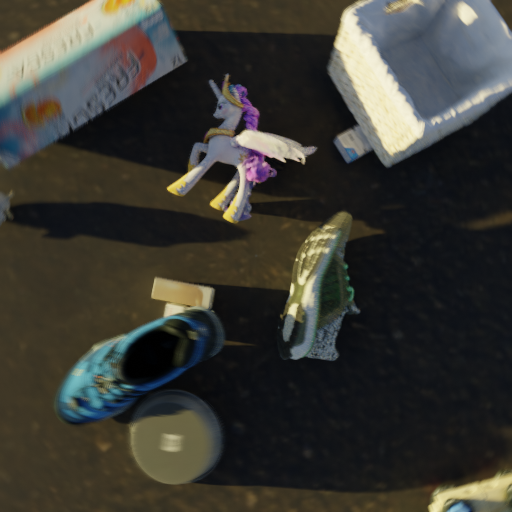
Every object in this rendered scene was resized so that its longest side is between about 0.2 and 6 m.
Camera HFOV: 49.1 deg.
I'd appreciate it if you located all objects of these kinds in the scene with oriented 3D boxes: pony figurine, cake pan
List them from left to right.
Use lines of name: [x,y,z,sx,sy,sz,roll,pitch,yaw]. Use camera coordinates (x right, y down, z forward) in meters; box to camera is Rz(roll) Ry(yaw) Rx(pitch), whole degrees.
cake pan: [-1.506,3.331,10.143,1.761,0.323,1.761,1,94,11]
pony figurine: [-0.231,-1.858,10.297,2.261,1.951,2.343,27,103,4]

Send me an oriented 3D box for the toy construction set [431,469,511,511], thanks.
toy construction set: [4.341,5.131,9.598,3.715,1.711,2.436,-14,84,-12]

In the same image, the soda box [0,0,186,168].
soda box: [-3.406,-3.399,10.374,4.003,1.273,1.369,-32,57,-3]

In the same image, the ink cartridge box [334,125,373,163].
ink cartridge box: [1.969,-2.211,10.909,0.710,0.299,0.518,-30,86,-12]

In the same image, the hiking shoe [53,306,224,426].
hiking shoe: [-2.300,1.904,9.715,3.508,1.521,1.305,-33,80,11]

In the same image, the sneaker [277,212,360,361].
sneaker: [1.366,0.639,10.453,1.297,1.126,2.928,21,86,-21]

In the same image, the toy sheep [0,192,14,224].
toy sheep: [-5.036,-0.876,10.664,1.000,0.690,0.690,-40,85,-19]

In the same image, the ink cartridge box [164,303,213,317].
ink cartridge box: [-1.284,1.250,10.478,0.832,0.348,0.603,11,92,10]

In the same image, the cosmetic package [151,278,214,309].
cosmetic package: [-1.360,0.711,10.518,1.084,0.570,0.385,10,85,3]

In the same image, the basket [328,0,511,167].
basket: [2.930,-3.343,10.063,2.472,2.006,2.495,-29,85,-12]
